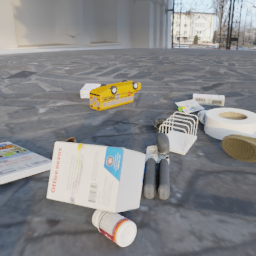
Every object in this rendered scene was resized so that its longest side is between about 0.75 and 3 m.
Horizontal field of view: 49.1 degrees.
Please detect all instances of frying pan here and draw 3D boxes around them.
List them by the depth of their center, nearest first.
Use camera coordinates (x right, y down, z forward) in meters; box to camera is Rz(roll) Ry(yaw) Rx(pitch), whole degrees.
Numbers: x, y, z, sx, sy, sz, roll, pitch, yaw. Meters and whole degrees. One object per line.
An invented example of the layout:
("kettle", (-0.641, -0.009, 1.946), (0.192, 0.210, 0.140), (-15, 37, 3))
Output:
("frying pan", (1.560, 0.022, 11.071), (0.828, 0.223, 1.368), (-16, 40, -27))

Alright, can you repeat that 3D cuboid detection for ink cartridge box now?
("ink cartridge box", (-0.675, 1.037, 6.213), (1.718, 1.265, 1.243), (5, -8, 26))
("ink cartridge box", (4.424, -1.714, 15.392), (1.611, 0.565, 1.982), (6, 26, 15))
("ink cartridge box", (-1.551, -2.214, 16.631), (2.256, 0.644, 1.834), (-3, 20, 4))

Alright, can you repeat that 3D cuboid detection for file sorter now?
("file sorter", (1.752, 0.123, 9.731), (1.012, 0.908, 1.458), (14, 27, 25))

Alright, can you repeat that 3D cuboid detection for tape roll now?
("tape roll", (4.033, -0.161, 10.870), (2.059, 0.720, 2.059), (0, 20, 0))

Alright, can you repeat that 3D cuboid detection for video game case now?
("video game case", (-3.654, 0.939, 8.292), (2.497, 0.225, 1.788), (15, 17, 34))

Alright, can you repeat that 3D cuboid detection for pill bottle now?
("pill bottle", (-0.296, 1.935, 5.567), (0.494, 0.494, 0.902), (-17, 19, -38))

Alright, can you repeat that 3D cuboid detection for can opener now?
("can opener", (0.823, 0.903, 7.816), (0.703, 0.881, 2.635), (2, 21, 6))

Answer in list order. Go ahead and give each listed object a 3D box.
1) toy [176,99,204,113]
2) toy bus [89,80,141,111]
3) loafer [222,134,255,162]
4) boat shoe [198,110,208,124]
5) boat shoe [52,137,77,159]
("toy", (2.920, -0.960, 13.379), (1.391, 0.328, 0.801), (-11, 48, -39))
("toy bus", (-0.595, -1.766, 14.541), (0.939, 1.129, 2.884), (17, 27, 42))
("loafer", (3.946, 0.670, 8.757), (1.985, 0.755, 0.670), (19, 25, 19))
("boat shoe", (3.262, -0.494, 12.170), (0.486, 0.547, 1.488), (6, 11, 27))
("boat shoe", (-2.036, 0.686, 8.943), (0.522, 0.495, 1.378), (4, 21, 11))
